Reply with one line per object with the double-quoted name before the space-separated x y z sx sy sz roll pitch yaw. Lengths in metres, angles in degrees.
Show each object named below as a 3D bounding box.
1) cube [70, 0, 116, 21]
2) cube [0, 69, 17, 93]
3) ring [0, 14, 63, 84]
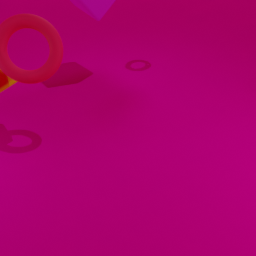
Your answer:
"cube" -1.130 -4.183 7.822 1.400 1.400 1.400 -50 57 5
"cube" -2.955 -1.221 5.503 0.977 0.977 0.977 -37 49 -14
"ring" -1.786 -1.411 5.027 1.225 1.225 0.245 -6 9 -8
